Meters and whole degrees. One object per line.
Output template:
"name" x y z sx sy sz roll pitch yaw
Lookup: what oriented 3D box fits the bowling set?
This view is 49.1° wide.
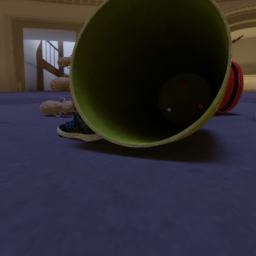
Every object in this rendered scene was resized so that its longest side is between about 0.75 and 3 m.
"bowling set" -1.935 -1.345 10.535 1.408 2.623 1.826 1 -22 31

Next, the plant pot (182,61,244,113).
"plant pot" 3.029 -1.645 10.552 2.051 2.253 2.253 3 8 -10

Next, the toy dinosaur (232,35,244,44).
"toy dinosaur" 1.961 -2.535 7.838 2.910 1.546 0.879 23 16 -19

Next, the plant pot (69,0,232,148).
"plant pot" 0.776 -0.877 5.664 2.708 2.708 2.894 4 -5 25

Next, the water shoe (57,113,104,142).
"water shoe" -0.969 -0.070 5.792 1.388 0.548 0.496 8 12 42
